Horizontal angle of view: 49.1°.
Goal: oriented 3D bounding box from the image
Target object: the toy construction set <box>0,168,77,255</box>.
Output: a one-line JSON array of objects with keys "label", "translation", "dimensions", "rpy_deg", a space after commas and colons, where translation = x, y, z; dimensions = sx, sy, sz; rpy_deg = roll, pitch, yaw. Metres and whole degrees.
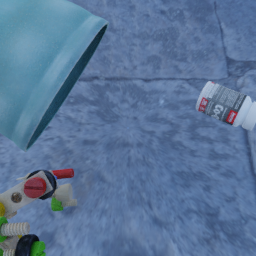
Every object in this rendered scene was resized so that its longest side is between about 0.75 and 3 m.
[{"label": "toy construction set", "translation": [-1.497, 1.191, 3.449], "dimensions": [1.445, 1.568, 1.880], "rpy_deg": [-6, 24, 2]}]

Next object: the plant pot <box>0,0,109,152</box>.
[{"label": "plant pot", "translation": [-1.987, -1.308, 5.367], "dimensions": [1.986, 2.964, 2.964], "rpy_deg": [33, 63, -11]}]

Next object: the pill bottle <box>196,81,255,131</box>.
[{"label": "pill bottle", "translation": [2.283, -0.484, 6.331], "dimensions": [1.304, 0.743, 0.743], "rpy_deg": [27, 64, 20]}]
